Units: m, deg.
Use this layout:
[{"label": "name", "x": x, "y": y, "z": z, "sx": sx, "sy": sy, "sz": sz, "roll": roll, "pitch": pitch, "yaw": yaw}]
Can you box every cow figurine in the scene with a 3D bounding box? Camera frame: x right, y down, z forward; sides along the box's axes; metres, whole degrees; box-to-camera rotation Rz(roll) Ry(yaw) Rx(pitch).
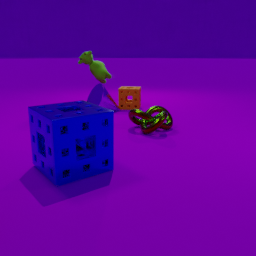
[{"label": "cow figurine", "x": -1.404, "y": -2.565, "z": 11.761, "sx": 1.364, "sy": 0.749, "sz": 1.342, "roll": 56, "pitch": 15, "yaw": 20}]

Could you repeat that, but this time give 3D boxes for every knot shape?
[{"label": "knot shape", "x": 0.824, "y": -0.288, "z": 8.663, "sx": 1.338, "sy": 0.661, "sz": 1.430, "roll": -11, "pitch": 19, "yaw": -34}]

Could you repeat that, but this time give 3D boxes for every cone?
[{"label": "cone", "x": -0.794, "y": -0.928, "z": 11.098, "sx": 1.283, "sy": 1.279, "sz": 1.279, "roll": 22, "pitch": 2, "yaw": -32}]

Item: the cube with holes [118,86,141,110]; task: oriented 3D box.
[{"label": "cube with holes", "x": 0.084, "y": -1.279, "z": 11.885, "sx": 0.864, "sy": 0.864, "sz": 0.864, "roll": 2, "pitch": 16, "yaw": 7}]

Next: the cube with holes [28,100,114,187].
[{"label": "cube with holes", "x": -1.155, "y": 0.217, "z": 5.701, "sx": 1.255, "sy": 1.255, "sz": 1.255, "roll": -11, "pitch": 21, "yaw": -35}]
